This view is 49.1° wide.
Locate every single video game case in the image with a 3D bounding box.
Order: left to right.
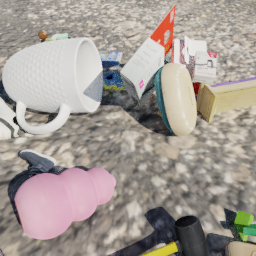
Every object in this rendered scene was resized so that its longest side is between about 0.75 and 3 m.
[{"bbox_3d":[-0.760,-2.874,11.520,0.932,0.212,0.844,5,42,6],"label":"video game case"}]

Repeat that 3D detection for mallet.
[{"bbox_3d":[0.339,2.638,5.358,2.638,0.869,0.543,-26,6,-7],"label":"mallet"}]

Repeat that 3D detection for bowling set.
[{"bbox_3d":[-2.957,-3.164,11.091,1.019,1.320,1.897,-3,46,-6],"label":"bowling set"}]

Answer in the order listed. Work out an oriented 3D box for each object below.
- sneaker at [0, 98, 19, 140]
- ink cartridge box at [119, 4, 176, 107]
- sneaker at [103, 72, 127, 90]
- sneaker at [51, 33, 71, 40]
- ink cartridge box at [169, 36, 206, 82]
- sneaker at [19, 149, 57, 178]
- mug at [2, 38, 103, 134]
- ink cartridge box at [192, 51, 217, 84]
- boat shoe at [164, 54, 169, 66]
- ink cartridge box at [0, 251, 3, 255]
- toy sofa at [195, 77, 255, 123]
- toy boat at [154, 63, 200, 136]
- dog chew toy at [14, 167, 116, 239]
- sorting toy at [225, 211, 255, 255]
[{"bbox_3d":[-3.856,-0.379,8.520,0.888,0.818,2.219,-6,45,-27],"label":"sneaker"},{"bbox_3d":[0.815,-1.895,8.135,0.570,2.620,2.274,39,88,10],"label":"ink cartridge box"},{"bbox_3d":[-0.291,-1.642,9.802,1.202,0.632,0.455,-6,65,-4],"label":"sneaker"},{"bbox_3d":[-3.016,-4.082,12.729,0.885,0.326,0.522,-25,42,-28],"label":"sneaker"},{"bbox_3d":[1.977,-2.136,9.414,1.053,1.681,1.081,3,69,2],"label":"ink cartridge box"},{"bbox_3d":[-2.484,0.966,7.196,1.044,0.397,0.754,14,42,13],"label":"sneaker"},{"bbox_3d":[-2.378,-1.192,8.456,2.591,2.182,2.955,0,65,15],"label":"mug"},{"bbox_3d":[2.306,-1.831,8.429,0.637,0.366,0.877,8,69,3],"label":"ink cartridge box"},{"bbox_3d":[1.030,-2.394,10.536,0.968,0.821,2.659,13,44,15],"label":"boat shoe"},{"bbox_3d":[-2.799,2.284,4.972,0.854,1.458,2.018,-30,50,-29],"label":"ink cartridge box"},{"bbox_3d":[3.475,-1.176,9.036,2.591,1.073,1.264,-12,45,-12],"label":"toy sofa"},{"bbox_3d":[1.477,-0.915,8.424,1.182,2.139,2.544,-5,16,30],"label":"toy boat"},{"bbox_3d":[-1.257,1.482,6.058,2.144,1.335,1.335,-15,44,-26],"label":"dog chew toy"},{"bbox_3d":[2.834,2.759,5.185,1.965,0.391,2.658,8,39,2],"label":"sorting toy"}]
